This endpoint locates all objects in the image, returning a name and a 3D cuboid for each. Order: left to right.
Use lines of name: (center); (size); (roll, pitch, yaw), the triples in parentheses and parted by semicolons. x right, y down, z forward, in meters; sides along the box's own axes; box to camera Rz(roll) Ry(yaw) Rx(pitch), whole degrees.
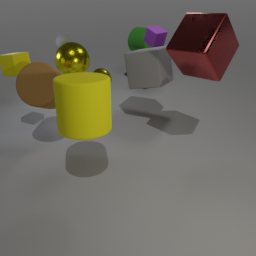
cube: (-3.812, -2.168, 9.510); (0.700, 0.700, 0.700); (5, 23, 28)
cylinder: (-2.761, -1.355, 9.291); (1.400, 1.400, 1.400); (1, 1, 1)
ball: (-2.704, -3.650, 11.882); (0.700, 0.700, 0.700); (0, 29, 0)
ball: (-2.222, -2.713, 11.208); (1.400, 1.400, 1.400); (0, 29, 0)
cylinder: (-1.136, -0.602, 7.158); (1.400, 1.400, 1.400); (0, 22, 0)
ball: (-0.872, -1.570, 9.003); (0.700, 0.700, 0.700); (0, 29, 0)
cylinder: (0.942, -4.603, 14.921); (1.400, 1.400, 1.400); (-22, 33, -34)
cube: (0.854, -2.398, 11.059); (1.400, 1.400, 1.400); (1, 20, 28)
cube: (1.247, -4.158, 12.741); (0.700, 0.700, 0.700); (-22, 52, -33)
cube: (2.274, -2.460, 8.509); (1.400, 1.400, 1.400); (23, 79, 42)
